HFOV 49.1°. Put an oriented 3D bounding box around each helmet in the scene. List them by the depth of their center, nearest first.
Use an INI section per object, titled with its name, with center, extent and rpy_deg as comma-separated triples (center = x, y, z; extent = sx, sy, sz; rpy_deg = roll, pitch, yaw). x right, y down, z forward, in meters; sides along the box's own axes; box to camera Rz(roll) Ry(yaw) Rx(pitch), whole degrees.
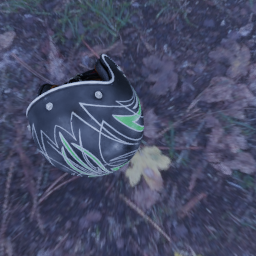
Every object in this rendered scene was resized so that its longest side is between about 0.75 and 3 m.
[helmet]
center = -0.563, -0.100, 4.050
extent = 1.705, 1.705, 1.626
rpy_deg = -1, 42, 0
